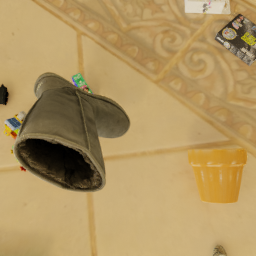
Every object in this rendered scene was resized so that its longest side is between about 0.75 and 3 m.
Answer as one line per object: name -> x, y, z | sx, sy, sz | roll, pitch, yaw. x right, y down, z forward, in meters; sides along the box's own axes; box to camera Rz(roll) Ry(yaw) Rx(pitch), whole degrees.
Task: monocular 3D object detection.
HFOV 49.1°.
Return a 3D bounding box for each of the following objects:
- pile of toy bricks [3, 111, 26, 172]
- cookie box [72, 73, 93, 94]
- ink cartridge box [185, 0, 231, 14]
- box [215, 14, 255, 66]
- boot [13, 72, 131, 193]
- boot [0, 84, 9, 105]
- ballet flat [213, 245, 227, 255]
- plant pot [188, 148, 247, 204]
pile of toy bricks -> -2.758, 0.716, 7.875 | 2.279, 1.264, 1.125 | 43, 113, 4
cookie box -> -1.383, -1.162, 8.656 | 0.317, 0.721, 0.843 | -29, 72, -14
ink cartridge box -> 2.918, -4.683, 10.092 | 1.659, 0.563, 0.955 | 3, 69, 1
box -> 3.984, -3.034, 9.570 | 1.255, 0.347, 1.567 | -41, 74, -14
boot -> -0.754, 0.081, 5.408 | 2.700, 2.970, 1.078 | 23, 104, -27
boot -> -4.263, -0.808, 8.703 | 0.961, 0.434, 1.173 | -1, 70, -6
ballet flat -> 2.348, 3.595, 6.957 | 0.428, 0.475, 1.262 | 11, 69, -3
plant pot -> 2.379, 1.242, 7.444 | 1.501, 1.501, 1.374 | -1, 85, 0
